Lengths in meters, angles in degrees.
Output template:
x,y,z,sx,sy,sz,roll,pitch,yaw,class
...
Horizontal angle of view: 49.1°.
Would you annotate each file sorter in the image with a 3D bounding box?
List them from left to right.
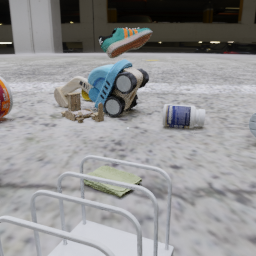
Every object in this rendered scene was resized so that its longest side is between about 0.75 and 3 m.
x,y,z,sx,sy,sz,roll,pitch,yaw,class
-0.429,1.224,2.753,1.334,1.197,1.922,8,20,23,file sorter

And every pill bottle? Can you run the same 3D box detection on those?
x,y,z,sx,sy,sz,roll,pitch,yaw,class
-4.901,-0.721,8.221,1.450,1.450,2.646,9,21,26,pill bottle
1.658,-0.344,8.348,1.204,0.669,0.669,5,19,12,pill bottle

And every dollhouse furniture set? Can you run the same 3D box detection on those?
x,y,z,sx,sy,sz,roll,pitch,yaw,class
-1.564,-0.677,9.286,0.831,0.710,1.603,-16,24,-39,dollhouse furniture set

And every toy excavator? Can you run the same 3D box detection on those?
x,y,z,sx,sy,sz,roll,pitch,yaw,class
-1.111,-1.487,10.158,2.905,2.825,1.451,36,30,13,toy excavator

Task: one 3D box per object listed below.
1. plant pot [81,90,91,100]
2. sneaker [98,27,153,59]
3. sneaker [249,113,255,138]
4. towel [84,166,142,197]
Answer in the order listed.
x,y,z,sx,sy,sz,roll,pitch,yaw,class
-1.495,-1.520,11.935,0.824,0.824,0.585,14,-2,35,plant pot
-0.047,-2.267,6.943,1.541,0.550,0.616,-32,77,-34,sneaker
4.149,0.269,6.364,0.950,0.980,2.684,2,18,-45,sneaker
-0.301,0.952,5.188,0.972,0.177,0.721,12,21,33,towel
